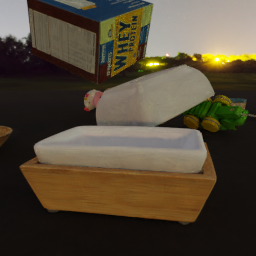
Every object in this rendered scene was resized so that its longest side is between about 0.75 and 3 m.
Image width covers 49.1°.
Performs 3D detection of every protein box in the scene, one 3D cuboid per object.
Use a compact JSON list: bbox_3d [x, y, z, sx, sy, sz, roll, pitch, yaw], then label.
[{"bbox_3d":[-1.222,-3.359,9.528,2.935,1.980,2.914,27,43,22],"label":"protein box"}]

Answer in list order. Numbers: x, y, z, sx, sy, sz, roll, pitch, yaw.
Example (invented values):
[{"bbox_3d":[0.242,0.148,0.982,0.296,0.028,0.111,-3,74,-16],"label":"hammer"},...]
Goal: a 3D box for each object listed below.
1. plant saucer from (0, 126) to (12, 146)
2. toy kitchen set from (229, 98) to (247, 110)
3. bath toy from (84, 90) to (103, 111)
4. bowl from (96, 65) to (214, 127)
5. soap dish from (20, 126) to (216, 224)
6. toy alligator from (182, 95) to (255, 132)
[{"bbox_3d":[-3.117,0.277,4.897,2.056,0.364,2.056,0,9,0],"label":"plant saucer"},{"bbox_3d":[4.390,-1.017,10.011,1.721,1.265,2.148,6,11,33],"label":"toy kitchen set"},{"bbox_3d":[-0.903,-1.061,11.386,2.782,1.210,1.028,11,54,46],"label":"bath toy"},{"bbox_3d":[0.532,-0.836,7.235,2.588,0.967,2.592,-26,13,-31],"label":"bowl"},{"bbox_3d":[-0.009,0.412,3.041,1.734,0.704,1.364,2,10,11],"label":"soap dish"},{"bbox_3d":[2.390,-0.249,7.020,0.795,0.869,2.929,44,-20,-33],"label":"toy alligator"}]
